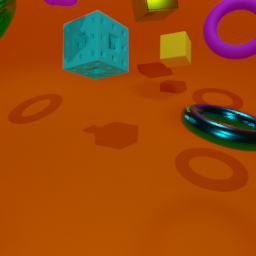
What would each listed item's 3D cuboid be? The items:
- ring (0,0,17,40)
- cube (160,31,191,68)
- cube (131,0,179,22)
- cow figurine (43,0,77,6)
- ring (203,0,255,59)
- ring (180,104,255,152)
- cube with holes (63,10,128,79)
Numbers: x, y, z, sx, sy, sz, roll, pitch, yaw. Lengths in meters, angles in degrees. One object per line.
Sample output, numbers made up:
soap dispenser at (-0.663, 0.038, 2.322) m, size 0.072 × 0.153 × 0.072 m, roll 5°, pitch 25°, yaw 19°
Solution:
ring at (-3.334, -2.374, 6.621) m, size 0.402 × 2.011 × 2.011 m, roll 36°, pitch 28°, yaw -17°
cube at (1.578, -2.562, 9.249) m, size 0.830 × 0.830 × 0.830 m, roll -2°, pitch -9°, yaw 25°
cube at (0.858, -4.368, 9.454) m, size 1.159 × 1.159 × 1.159 m, roll -12°, pitch 6°, yaw -18°
cow figurine at (-1.266, -2.214, 4.135) m, size 0.936 × 0.522 × 0.952 m, roll -8°, pitch 71°, yaw -10°
ring at (2.866, -2.626, 7.290) m, size 1.770 × 1.770 × 0.354 m, roll 15°, pitch -7°, yaw 22°
ring at (1.806, -0.053, 5.114) m, size 1.724 × 0.345 × 1.724 m, roll 10°, pitch 20°, yaw -4°
cube with holes at (-0.594, -1.491, 5.245) m, size 0.864 × 0.864 × 0.864 m, roll -5°, pitch -7°, yaw 36°
